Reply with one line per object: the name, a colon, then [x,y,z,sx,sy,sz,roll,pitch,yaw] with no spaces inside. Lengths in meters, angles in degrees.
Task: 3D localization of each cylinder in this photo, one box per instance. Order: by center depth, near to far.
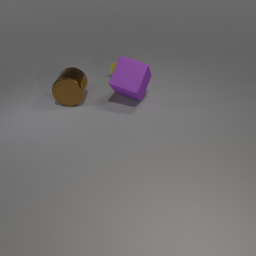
cylinder: [-2.678,-1.932,13.053,1.400,1.400,1.400,1,32,2]

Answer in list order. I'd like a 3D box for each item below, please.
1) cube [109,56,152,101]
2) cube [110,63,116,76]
cube: [0.135,-2.234,12.826,1.400,1.400,1.400,20,-5,13]
cube: [-0.467,-3.199,15.356,0.700,0.700,0.700,-10,10,-33]
